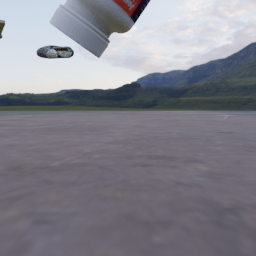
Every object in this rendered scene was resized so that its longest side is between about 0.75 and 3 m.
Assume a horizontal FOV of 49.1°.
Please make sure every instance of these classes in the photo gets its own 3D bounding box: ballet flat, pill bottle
[{"bbox_3d":[-2.043,-2.166,8.070,1.129,0.406,0.406,-15,13,-37],"label":"ballet flat"},{"bbox_3d":[-0.193,-2.343,4.357,1.304,2.340,1.304,35,9,-6],"label":"pill bottle"}]

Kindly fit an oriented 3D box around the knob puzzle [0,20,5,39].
[{"bbox_3d":[-3.761,-2.171,6.600,1.688,0.234,1.688,-9,-4,-1],"label":"knob puzzle"}]
